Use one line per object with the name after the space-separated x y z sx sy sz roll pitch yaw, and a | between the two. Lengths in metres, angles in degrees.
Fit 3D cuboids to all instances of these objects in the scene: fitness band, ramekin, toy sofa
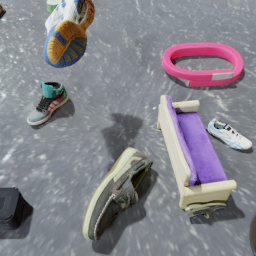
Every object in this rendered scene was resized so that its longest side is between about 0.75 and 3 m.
2.587 -2.243 9.721 2.784 0.521 1.999 -3 46 -4 | fitness band
-3.301 -5.562 12.684 0.773 0.378 0.773 0 49 0 | ramekin
1.548 0.415 6.793 1.130 1.331 2.728 -6 48 -5 | toy sofa

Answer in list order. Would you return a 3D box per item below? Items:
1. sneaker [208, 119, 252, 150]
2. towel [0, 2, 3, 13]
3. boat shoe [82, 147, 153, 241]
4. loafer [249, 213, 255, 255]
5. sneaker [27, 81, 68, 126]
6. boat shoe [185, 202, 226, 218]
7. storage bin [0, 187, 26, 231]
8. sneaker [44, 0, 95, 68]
2.755 0.177 7.584 1.252 0.454 0.450 31 55 23 | sneaker
-6.562 -4.676 11.846 1.799 0.468 2.715 0 49 1 | towel
-0.139 1.411 6.216 0.797 0.866 2.424 15 46 19 | boat shoe
3.452 1.620 5.911 1.051 1.028 2.880 27 54 22 | loafer
-2.371 -0.836 8.132 0.659 0.952 1.576 23 53 19 | sneaker
1.735 1.844 6.215 0.930 0.332 0.305 -2 62 -7 | boat shoe
-2.929 1.773 6.118 1.141 0.535 0.772 -2 48 -1 | storage bin
-1.461 -2.126 6.345 0.981 0.837 2.225 -8 50 30 | sneaker
